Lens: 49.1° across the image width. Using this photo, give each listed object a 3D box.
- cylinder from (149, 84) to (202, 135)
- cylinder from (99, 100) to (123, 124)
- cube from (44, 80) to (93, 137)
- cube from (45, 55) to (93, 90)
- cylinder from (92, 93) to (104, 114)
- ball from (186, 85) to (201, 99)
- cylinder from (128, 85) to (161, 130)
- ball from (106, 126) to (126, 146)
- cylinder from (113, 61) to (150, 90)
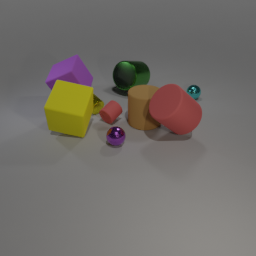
[{"bbox_3d":[1.705,-0.650,10.027,1.400,1.400,1.400,31,8,-41],"label":"cylinder"},{"bbox_3d":[-0.701,-0.658,11.489,0.700,0.700,0.700,23,55,33],"label":"cylinder"},{"bbox_3d":[-2.139,-0.706,10.428,1.400,1.400,1.400,12,55,1],"label":"cube"},{"bbox_3d":[-2.591,-2.165,12.601,1.400,1.400,1.400,-18,40,20],"label":"cube"},{"bbox_3d":[-1.518,-1.068,12.220,0.700,0.700,0.700,-28,58,-38],"label":"cylinder"},{"bbox_3d":[3.150,-1.725,13.453,0.700,0.700,0.700,0,31,0],"label":"ball"},{"bbox_3d":[0.693,-0.841,11.320,1.400,1.400,1.400,0,31,0],"label":"cylinder"},{"bbox_3d":[-0.434,0.287,10.057,0.700,0.700,0.700,0,31,0],"label":"ball"},{"bbox_3d":[0.184,-2.629,13.959,1.400,1.400,1.400,19,21,29],"label":"cylinder"}]
